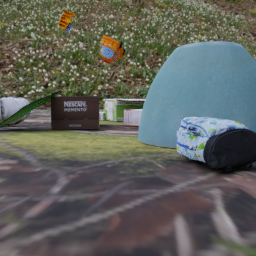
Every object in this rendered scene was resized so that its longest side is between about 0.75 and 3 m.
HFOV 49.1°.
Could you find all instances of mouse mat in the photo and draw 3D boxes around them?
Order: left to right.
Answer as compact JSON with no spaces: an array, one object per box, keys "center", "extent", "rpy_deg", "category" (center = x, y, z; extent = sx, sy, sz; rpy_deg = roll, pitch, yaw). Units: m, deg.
[{"center":[-2.910,-0.524,8.085],"extent":[1.865,0.070,1.501],"rpy_deg":[-25,10,30],"category":"mouse mat"}]

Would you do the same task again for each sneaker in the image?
[{"center":[-4.658,-0.489,9.163],"extent":[2.666,1.002,1.532],"rpy_deg":[-4,4,10],"category":"sneaker"}]

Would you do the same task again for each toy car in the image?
[{"center":[-1.268,-3.002,9.747],"extent":[2.438,0.811,1.196],"rpy_deg":[27,-1,-7],"category":"toy car"}]

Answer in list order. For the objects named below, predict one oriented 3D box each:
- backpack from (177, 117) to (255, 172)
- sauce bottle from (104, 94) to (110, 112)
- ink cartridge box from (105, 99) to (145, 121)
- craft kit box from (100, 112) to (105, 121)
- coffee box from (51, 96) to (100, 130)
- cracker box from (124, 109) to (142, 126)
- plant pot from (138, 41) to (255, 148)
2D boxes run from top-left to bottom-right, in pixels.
[{"center":[0.994,0.162,3.415],"extent":[0.766,0.721,0.938],"rpy_deg":[-8,-5,-20],"category":"backpack"},{"center":[-1.111,-1.170,15.270],"extent":[0.428,1.322,0.428],"rpy_deg":[-2,5,0],"category":"sauce bottle"},{"center":[0.329,-0.787,12.470],"extent":[1.988,1.019,2.690],"rpy_deg":[-1,6,-24],"category":"ink cartridge box"},{"center":[-1.759,-0.618,14.211],"extent":[1.823,0.448,1.846],"rpy_deg":[4,6,16],"category":"craft kit box"},{"center":[-1.651,-0.524,9.209],"extent":[1.409,0.995,2.493],"rpy_deg":[-1,5,-8],"category":"coffee box"},{"center":[1.025,-0.355,9.712],"extent":[2.003,0.578,1.342],"rpy_deg":[4,6,29],"category":"cracker box"},{"center":[1.602,-0.664,5.660],"extent":[2.771,1.866,2.771],"rpy_deg":[1,4,0],"category":"plant pot"}]
